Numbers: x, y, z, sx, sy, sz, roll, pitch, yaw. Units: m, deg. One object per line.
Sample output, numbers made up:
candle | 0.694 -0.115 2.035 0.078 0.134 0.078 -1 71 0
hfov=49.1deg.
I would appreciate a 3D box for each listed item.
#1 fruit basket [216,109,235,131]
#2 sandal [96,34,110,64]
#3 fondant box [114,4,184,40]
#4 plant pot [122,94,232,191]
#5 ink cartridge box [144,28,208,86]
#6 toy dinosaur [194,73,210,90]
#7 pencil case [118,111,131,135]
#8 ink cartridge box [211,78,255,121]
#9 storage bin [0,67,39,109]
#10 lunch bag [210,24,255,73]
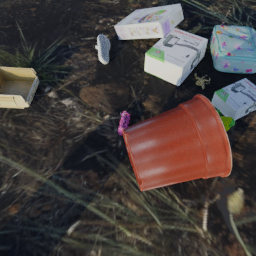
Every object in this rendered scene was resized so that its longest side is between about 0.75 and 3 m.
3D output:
fruit basket | 3.449 -0.089 10.540 1.249 0.901 1.249 -14 49 17
sandal | -1.333 -3.949 14.001 0.505 0.836 2.054 -28 44 30
fondant box | 1.049 -5.387 14.311 2.884 0.840 2.081 12 48 41
plant pot | 1.392 0.632 9.113 2.747 2.824 2.824 -17 53 -3
ink cartridge box | 2.276 -3.439 13.227 1.912 1.104 2.629 28 56 21
toy dinosaur | 3.404 -2.065 12.701 0.629 0.362 1.243 -18 44 5
pencil case | -0.163 -0.191 11.052 0.433 0.447 0.953 5 52 5
ink cartridge box | 4.616 -1.198 11.666 1.755 0.737 1.277 -25 55 -19
storage bin | -4.944 -1.746 12.071 1.705 0.805 1.718 3 51 3
lunch bag | 5.288 -3.926 13.620 2.323 1.116 2.896 4 51 3
